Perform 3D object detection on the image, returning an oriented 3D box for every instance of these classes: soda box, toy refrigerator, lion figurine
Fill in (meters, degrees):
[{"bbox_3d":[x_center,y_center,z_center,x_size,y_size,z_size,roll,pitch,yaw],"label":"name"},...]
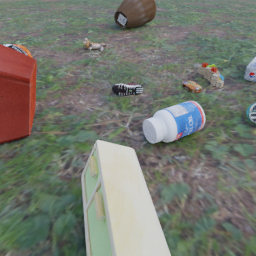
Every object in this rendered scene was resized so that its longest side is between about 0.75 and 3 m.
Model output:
[{"bbox_3d":[5.860,-2.702,12.659,0.656,0.610,1.922,20,38,29],"label":"soda box"},{"bbox_3d":[-0.248,1.541,5.198,1.020,1.107,2.915,15,28,-20],"label":"toy refrigerator"},{"bbox_3d":[-1.806,-4.707,16.028,1.524,0.552,0.934,10,23,-10],"label":"lion figurine"}]

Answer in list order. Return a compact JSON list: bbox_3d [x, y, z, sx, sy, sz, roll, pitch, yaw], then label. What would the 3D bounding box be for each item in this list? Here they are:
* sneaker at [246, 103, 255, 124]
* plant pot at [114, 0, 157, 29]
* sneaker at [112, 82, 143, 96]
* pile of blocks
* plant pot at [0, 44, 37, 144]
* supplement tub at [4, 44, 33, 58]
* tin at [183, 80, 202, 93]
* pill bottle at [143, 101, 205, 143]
[{"bbox_3d":[4.725,-0.654,9.433,2.390,0.926,0.952,-16,17,-32],"label":"sneaker"},{"bbox_3d":[0.308,-8.288,20.165,2.485,2.485,2.659,22,50,30],"label":"plant pot"},{"bbox_3d":[-0.084,-1.593,11.144,1.242,0.470,0.718,3,26,-15],"label":"sneaker"},{"bbox_3d":[3.766,-2.450,12.253,0.829,0.627,2.018,-6,33,-9],"label":"pile of blocks"},{"bbox_3d":[-4.076,-1.052,8.398,2.426,2.751,2.753,4,31,-15],"label":"plant pot"},{"bbox_3d":[-4.965,-2.344,11.151,1.612,1.612,2.630,6,34,9],"label":"supplement tub"},{"bbox_3d":[2.633,-1.700,11.489,0.540,0.202,0.964,-16,35,-16],"label":"tin"},{"bbox_3d":[1.338,-0.139,8.298,1.739,0.976,0.976,-20,37,-26],"label":"pill bottle"}]
